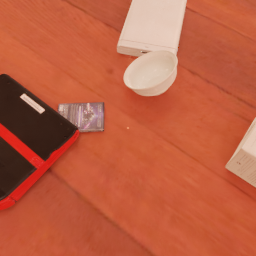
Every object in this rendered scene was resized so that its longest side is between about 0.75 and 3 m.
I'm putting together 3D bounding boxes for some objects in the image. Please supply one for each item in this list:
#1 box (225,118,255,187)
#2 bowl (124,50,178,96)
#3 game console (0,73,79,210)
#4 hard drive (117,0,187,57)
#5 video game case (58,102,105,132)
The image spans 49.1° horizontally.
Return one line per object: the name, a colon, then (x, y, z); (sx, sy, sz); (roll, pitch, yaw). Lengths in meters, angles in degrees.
box: (3.672, 0.675, 6.084); (2.278, 1.211, 1.735); (35, 69, 16)
bowl: (0.650, -1.281, 7.127); (1.425, 0.640, 1.425); (-16, 46, 17)
game console: (-3.101, 0.196, 6.850); (2.997, 0.465, 2.651); (35, 65, 18)
hard drive: (0.816, -3.298, 8.843); (1.754, 0.355, 2.659); (11, 61, 6)
video game case: (-1.229, -0.281, 7.269); (1.226, 0.116, 0.876); (-2, 58, 0)
